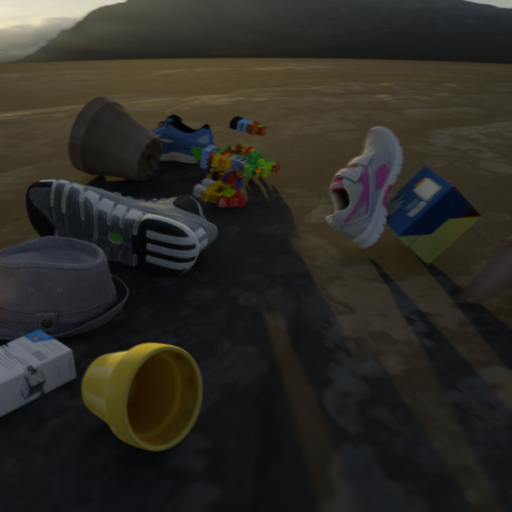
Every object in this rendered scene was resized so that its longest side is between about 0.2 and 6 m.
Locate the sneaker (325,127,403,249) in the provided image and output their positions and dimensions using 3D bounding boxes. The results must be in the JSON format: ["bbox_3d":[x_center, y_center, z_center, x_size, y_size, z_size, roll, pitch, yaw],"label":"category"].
[{"bbox_3d":[1.957,-1.384,10.398,1.046,2.372,0.965,18,-15,-15],"label":"sneaker"}]

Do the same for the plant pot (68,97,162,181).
[{"bbox_3d":[-3.498,-2.847,14.522,1.785,2.057,2.057,24,30,13],"label":"plant pot"}]

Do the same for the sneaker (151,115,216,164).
[{"bbox_3d":[-2.656,-3.484,16.362,3.006,1.340,1.181,2,24,6],"label":"sneaker"}]

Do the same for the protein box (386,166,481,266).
[{"bbox_3d":[3.073,-0.760,10.166,0.864,1.271,1.280,40,14,-21],"label":"protein box"}]

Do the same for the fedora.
[{"bbox_3d":[-3.080,0.359,8.277,2.269,1.024,2.007,1,24,3],"label":"fedora"}]

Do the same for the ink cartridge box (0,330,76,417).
[{"bbox_3d":[-2.842,1.381,6.715,0.765,0.449,1.045,19,32,37],"label":"ink cartridge box"}]

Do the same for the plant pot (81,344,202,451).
[{"bbox_3d":[-1.297,1.451,5.998,1.005,1.068,1.068,-1,19,39],"label":"plant pot"}]

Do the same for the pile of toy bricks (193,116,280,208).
[{"bbox_3d":[-0.179,-2.231,13.417,1.465,1.647,2.968,21,32,11],"label":"pile of toy bricks"}]

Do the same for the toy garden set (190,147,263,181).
[{"bbox_3d":[-0.656,-2.398,15.084,1.946,0.388,1.622,-1,33,-22],"label":"toy garden set"}]

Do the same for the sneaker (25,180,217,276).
[{"bbox_3d":[-2.354,-0.677,10.515,3.550,1.332,2.050,20,24,16],"label":"sneaker"}]

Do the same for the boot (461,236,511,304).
[{"bbox_3d":[4.744,0.243,8.298,2.041,0.980,2.791,43,85,17],"label":"boot"}]
